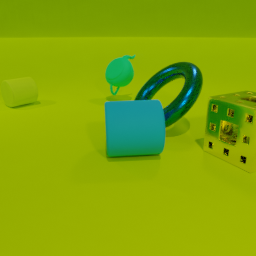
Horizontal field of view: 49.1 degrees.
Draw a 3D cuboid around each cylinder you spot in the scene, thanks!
[{"bbox_3d":[0.097,0.001,5.368,1.048,1.048,1.048,-3,20,-5],"label":"cylinder"},{"bbox_3d":[-3.440,-1.151,8.897,0.842,0.842,0.842,17,27,40],"label":"cylinder"}]

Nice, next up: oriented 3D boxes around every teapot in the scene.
[{"bbox_3d":[-0.202,-1.830,9.239,0.998,1.604,0.786,19,-7,41],"label":"teapot"}]

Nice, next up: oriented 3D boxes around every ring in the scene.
[{"bbox_3d":[0.891,-0.787,6.793,2.026,0.405,2.026,-34,33,25],"label":"ring"}]

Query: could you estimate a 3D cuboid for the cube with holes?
[{"bbox_3d":[2.287,-0.005,5.317,1.119,1.119,1.119,-11,22,-29],"label":"cube with holes"}]
